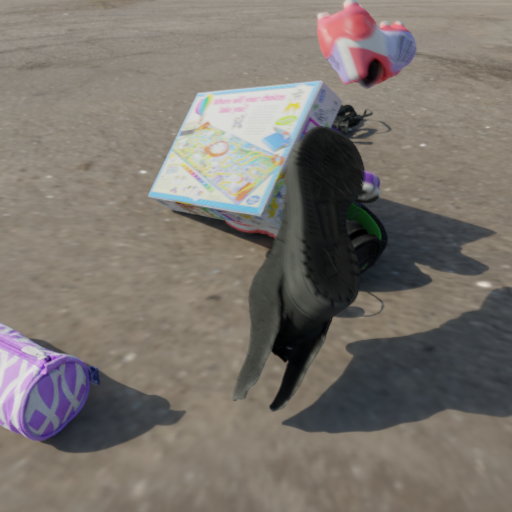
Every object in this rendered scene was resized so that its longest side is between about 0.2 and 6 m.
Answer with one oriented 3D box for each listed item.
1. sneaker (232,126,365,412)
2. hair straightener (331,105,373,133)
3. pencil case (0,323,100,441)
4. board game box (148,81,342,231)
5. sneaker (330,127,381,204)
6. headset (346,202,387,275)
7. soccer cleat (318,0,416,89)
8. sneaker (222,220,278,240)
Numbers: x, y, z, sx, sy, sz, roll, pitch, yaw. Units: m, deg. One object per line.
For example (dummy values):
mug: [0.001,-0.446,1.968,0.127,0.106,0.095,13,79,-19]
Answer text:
sneaker: [0.486,0.045,6.789,0.991,1.722,3.301,19,51,-15]
hair straightener: [1.978,-3.358,14.759,1.384,0.736,3.597,28,37,35]
pencil case: [-3.235,1.298,6.829,2.562,1.095,1.075,15,37,24]
board game box: [-0.370,-1.829,10.004,0.606,2.381,3.542,30,-10,-39]
sneaker: [1.235,-1.578,9.233,0.968,1.002,2.401,13,18,-31]
headset: [1.024,-0.170,9.172,1.810,1.377,2.931,35,34,11]
soccer cleat: [1.771,-2.990,8.485,0.955,1.094,2.862,-13,1,31]
sneaker: [0.264,-0.834,10.230,2.089,0.906,0.770,19,31,18]
